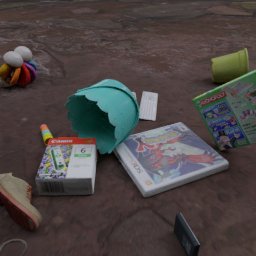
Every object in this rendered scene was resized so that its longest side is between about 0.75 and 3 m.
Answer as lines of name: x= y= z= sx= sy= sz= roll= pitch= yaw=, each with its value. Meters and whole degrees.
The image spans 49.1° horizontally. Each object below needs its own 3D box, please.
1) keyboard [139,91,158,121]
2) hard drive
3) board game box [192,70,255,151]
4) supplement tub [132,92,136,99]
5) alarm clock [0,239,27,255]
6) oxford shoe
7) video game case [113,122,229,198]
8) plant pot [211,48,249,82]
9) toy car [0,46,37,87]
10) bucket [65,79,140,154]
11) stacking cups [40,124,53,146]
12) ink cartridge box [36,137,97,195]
keyboard: x=0.840 y=-0.935 z=11.377 sx=0.659 sy=0.125 sz=2.343 roll=4 pitch=33 yaw=6
hard drive: x=1.203 y=2.277 z=5.840 sx=0.136 sy=0.577 sz=0.827 roll=-10 pitch=33 yaw=-15
board game box: x=3.278 y=-0.469 z=7.739 sx=0.403 sy=1.863 sz=2.768 roll=-30 pitch=4 yaw=-35
supplement tub: x=-0.524 y=-0.828 z=10.385 sx=1.631 sy=1.000 sz=1.000 roll=-2 pitch=32 yaw=-3
alarm clock: x=-1.925 y=2.903 z=4.655 sx=1.799 sy=0.888 sz=2.667 roll=-12 pitch=31 yaw=-17
oxford shoe: x=-2.620 y=1.617 z=6.731 sx=2.169 sy=0.764 sz=0.811 roll=26 pitch=38 yaw=35
video game case: x=1.145 y=0.786 z=8.462 sx=2.717 sy=0.312 sz=2.476 roll=-14 pitch=35 yaw=-21
plant pot: x=4.727 y=-2.777 z=13.132 sx=1.548 sy=1.684 sz=1.684 roll=-3 pitch=31 yaw=16
toy car: x=-5.009 y=-2.666 z=13.031 sx=1.491 sy=1.740 sz=1.988 roll=35 pitch=33 yaw=-9
bucket: x=-0.708 y=-0.399 z=8.365 sx=2.043 sy=2.043 sz=1.329 roll=21 pitch=46 yaw=30
stacking cups: x=-2.761 y=0.217 z=9.395 sx=0.333 sy=0.333 sz=1.101 roll=-15 pitch=32 yaw=-23
ink cartridge box: x=-1.626 y=0.786 z=8.116 sx=1.420 sy=0.656 sz=2.606 roll=-1 pitch=33 yaw=-1
